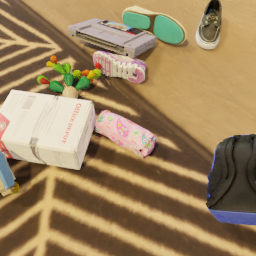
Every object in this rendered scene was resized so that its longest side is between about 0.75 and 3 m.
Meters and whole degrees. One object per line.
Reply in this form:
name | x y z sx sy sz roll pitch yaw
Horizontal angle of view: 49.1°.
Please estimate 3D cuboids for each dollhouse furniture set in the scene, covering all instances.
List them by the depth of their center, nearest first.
dollhouse furniture set | -4.029 1.025 7.462 2.096 1.449 2.220 -27 88 8

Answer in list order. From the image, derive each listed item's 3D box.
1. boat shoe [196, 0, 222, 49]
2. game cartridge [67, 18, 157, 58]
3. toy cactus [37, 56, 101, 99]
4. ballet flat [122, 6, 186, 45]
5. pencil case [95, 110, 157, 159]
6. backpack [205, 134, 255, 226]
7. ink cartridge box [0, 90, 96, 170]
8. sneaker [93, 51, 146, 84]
boat shoe | 3.247 -4.174 11.090 0.905 0.747 2.638 11 55 8
game cartridge | -0.555 -3.436 10.363 2.831 0.543 1.835 24 43 20
toy cactus | -1.864 -1.481 9.091 2.119 1.083 1.748 -4 63 -13
ballet flat | 1.127 -4.124 11.004 2.910 1.011 1.011 30 59 21
pencil case | -0.076 0.170 7.895 1.792 0.784 0.784 30 59 20
backpack | 2.699 1.193 6.412 1.557 1.608 1.916 -4 57 30
ink cartridge box | -2.307 0.015 7.845 2.457 1.042 1.789 8 54 8
sneaker | -0.230 -2.226 9.720 1.974 0.794 0.873 21 50 10
